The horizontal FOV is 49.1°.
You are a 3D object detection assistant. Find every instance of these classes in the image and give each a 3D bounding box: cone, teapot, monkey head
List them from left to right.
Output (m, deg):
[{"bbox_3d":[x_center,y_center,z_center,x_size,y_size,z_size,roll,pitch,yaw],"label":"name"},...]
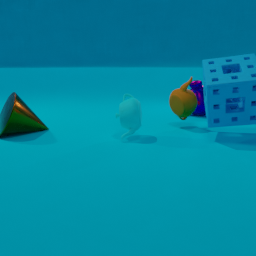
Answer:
[{"bbox_3d":[-2.841,-0.171,7.964,1.302,1.297,1.297,23,-1,-34],"label":"cone"},{"bbox_3d":[0.015,-0.301,7.301,0.680,1.388,0.863,-4,-26,7],"label":"teapot"},{"bbox_3d":[1.689,-0.822,8.322,0.700,1.430,0.889,-23,41,-26],"label":"teapot"},{"bbox_3d":[2.594,-1.054,10.186,1.841,1.109,1.325,-9,-21,22],"label":"monkey head"}]

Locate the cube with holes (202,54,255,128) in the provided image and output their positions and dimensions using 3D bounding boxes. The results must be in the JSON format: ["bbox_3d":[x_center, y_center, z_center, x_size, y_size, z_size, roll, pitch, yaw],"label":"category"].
[{"bbox_3d":[2.599,-0.935,7.058,1.269,1.269,1.269,-4,39,13],"label":"cube with holes"}]
